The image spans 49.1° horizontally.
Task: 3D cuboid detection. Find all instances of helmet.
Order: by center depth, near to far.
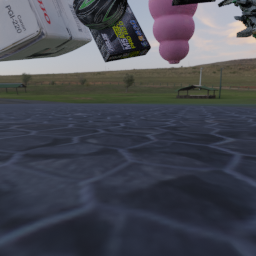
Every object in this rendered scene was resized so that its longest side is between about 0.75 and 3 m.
[{"bbox_3d":[-0.452,-2.062,4.638,0.884,0.842,0.884,16,0,0],"label":"helmet"}]

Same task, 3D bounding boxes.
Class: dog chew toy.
[{"bbox_3d":[1.418,-3.257,8.740,1.532,2.461,1.532,-2,8,0],"label":"dog chew toy"}]

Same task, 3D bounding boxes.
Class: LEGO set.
[{"bbox_3d":[3.543,-2.544,6.957,2.817,0.798,1.830,32,48,3],"label":"LEGO set"}]

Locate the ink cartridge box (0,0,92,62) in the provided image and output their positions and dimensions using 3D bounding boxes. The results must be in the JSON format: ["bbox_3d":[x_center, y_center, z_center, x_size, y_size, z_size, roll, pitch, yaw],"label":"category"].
[{"bbox_3d":[-2.035,-2.606,5.766,1.263,2.169,2.978,-21,12,12],"label":"ink cartridge box"}]

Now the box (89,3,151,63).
[{"bbox_3d":[-0.430,-3.508,9.937,1.803,2.251,0.498,-18,-14,-31],"label":"box"}]

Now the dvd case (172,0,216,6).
[{"bbox_3d":[1.607,-3.161,6.421,1.093,0.087,0.813,-7,-17,-4],"label":"dvd case"}]
